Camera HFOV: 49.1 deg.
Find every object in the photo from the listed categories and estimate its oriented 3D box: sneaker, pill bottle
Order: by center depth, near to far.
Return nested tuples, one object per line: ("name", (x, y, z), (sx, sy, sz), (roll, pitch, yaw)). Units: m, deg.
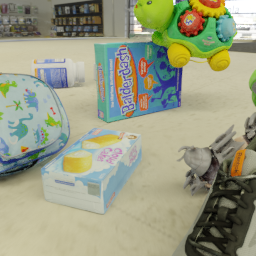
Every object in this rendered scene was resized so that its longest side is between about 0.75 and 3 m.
("sneaker", (1.129, 0.917, 3.014), (2.629, 1.042, 0.972), (-40, 25, -29))
("pill bottle", (-2.869, -2.287, 11.678), (2.105, 1.179, 1.179), (-3, 22, -9))

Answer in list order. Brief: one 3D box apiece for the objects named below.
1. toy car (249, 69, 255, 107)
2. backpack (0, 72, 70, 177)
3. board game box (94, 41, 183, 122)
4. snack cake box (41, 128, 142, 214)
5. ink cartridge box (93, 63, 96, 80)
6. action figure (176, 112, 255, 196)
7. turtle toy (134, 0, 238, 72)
("toy car", (1.883, -0.915, 3.408), (0.413, 1.741, 1.850), (28, 53, 16))
("backpack", (-2.028, -0.110, 5.157), (1.438, 1.791, 1.957), (-21, -1, 37))
("board game box", (0.409, -1.473, 8.294), (2.784, 2.117, 0.626), (-14, 24, -30))
("snack cake box", (-0.520, 0.636, 4.940), (1.055, 0.617, 1.835), (6, 22, 19))
("ink cartridge box", (-0.467, -2.494, 12.646), (1.471, 0.849, 2.015), (-15, 26, -33))
("action figure", (1.891, 0.509, 4.378), (2.523, 1.642, 0.875), (7, 59, -17))
("turtle toy", (1.586, -2.787, 7.431), (2.983, 1.508, 2.174), (4, 51, -10))
